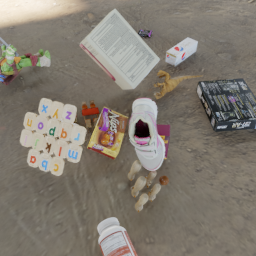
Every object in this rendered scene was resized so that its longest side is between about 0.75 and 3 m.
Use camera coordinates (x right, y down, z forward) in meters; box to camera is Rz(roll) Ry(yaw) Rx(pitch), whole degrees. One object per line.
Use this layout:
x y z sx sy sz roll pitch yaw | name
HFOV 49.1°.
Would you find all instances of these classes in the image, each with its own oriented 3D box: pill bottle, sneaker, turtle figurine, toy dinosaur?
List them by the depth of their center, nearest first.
-0.307 3.344 7.824 0.861 0.861 1.535 -17 48 -16 | pill bottle
0.501 0.370 8.663 0.989 2.431 1.072 -6 25 21 | sneaker
2.086 -2.184 13.374 2.613 0.789 1.388 -33 73 -17 | toy dinosaur
-5.414 -3.745 13.494 2.889 2.144 2.979 -13 84 -34 | turtle figurine

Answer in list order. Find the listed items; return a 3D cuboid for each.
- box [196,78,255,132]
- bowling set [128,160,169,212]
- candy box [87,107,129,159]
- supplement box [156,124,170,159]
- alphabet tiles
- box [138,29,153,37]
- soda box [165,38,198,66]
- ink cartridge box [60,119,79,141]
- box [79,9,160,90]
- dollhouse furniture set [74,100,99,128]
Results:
4.445 -1.087 12.253 2.193 0.596 2.737 -5 46 -5 | box
0.703 1.978 9.291 1.192 0.920 1.713 10 42 -17 | bowling set
-0.736 0.162 10.864 1.125 0.545 1.929 24 48 -9 | candy box
1.113 0.503 10.229 0.726 1.316 0.563 4 46 4 | supplement box
-2.690 0.297 9.907 2.566 2.510 0.187 14 4 20 | alphabet tiles
1.044 -5.782 17.094 0.839 0.151 0.600 11 46 8 | box
2.910 -4.147 15.170 0.695 0.650 2.042 33 55 28 | soda box
-2.498 0.043 11.322 0.905 0.380 0.658 23 50 20 | ink cartridge box
-0.384 -3.308 12.251 1.845 2.885 1.572 -49 19 -10 | box
-1.835 -0.652 11.814 1.218 0.634 1.231 -10 47 -10 | dollhouse furniture set
